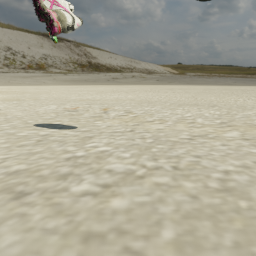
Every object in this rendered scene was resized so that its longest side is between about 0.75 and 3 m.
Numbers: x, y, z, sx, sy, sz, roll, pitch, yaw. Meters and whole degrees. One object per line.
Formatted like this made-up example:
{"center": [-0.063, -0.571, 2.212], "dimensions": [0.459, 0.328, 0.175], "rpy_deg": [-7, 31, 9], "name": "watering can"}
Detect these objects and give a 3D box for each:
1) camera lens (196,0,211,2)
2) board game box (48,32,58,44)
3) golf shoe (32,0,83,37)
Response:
{"center": [1.601, -3.205, 5.842], "dimensions": [0.752, 0.940, 0.752], "rpy_deg": [16, 11, -3], "name": "camera lens"}
{"center": [-2.896, -3.790, 10.380], "dimensions": [0.137, 1.170, 0.613], "rpy_deg": [-16, -8, 1], "name": "board game box"}
{"center": [-1.393, -2.241, 5.367], "dimensions": [0.657, 0.518, 1.427], "rpy_deg": [-21, 58, -26], "name": "golf shoe"}
